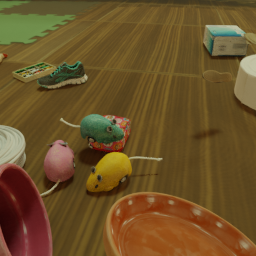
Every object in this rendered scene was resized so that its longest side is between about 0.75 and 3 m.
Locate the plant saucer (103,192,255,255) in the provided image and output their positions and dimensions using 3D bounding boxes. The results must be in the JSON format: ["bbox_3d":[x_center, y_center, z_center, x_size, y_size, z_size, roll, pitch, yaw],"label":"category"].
[{"bbox_3d":[0.872,1.823,4.025,2.581,0.417,2.581,17,16,-5],"label":"plant saucer"}]

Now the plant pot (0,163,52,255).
[{"bbox_3d":[-2.206,1.593,4.097,1.600,1.788,1.788,-19,35,-1],"label":"plant pot"}]

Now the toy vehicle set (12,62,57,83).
[{"bbox_3d":[-3.684,-2.229,11.082,0.909,0.194,1.463,24,40,32],"label":"toy vehicle set"}]

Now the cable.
[{"bbox_3d":[-3.333,0.675,6.246,2.029,0.702,2.028,2,32,2],"label":"cable"}]

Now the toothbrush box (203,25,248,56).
[{"bbox_3d":[4.632,-4.235,13.431,1.599,0.932,2.184,1,34,2],"label":"toothbrush box"}]

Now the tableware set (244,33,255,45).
[{"bbox_3d":[6.266,-3.261,11.927,2.667,0.309,2.228,2,48,-17],"label":"tableware set"}]

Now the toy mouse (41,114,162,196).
[{"bbox_3d":[-1.028,0.371,6.323,2.736,0.530,2.432,-27,55,-17],"label":"toy mouse"}]

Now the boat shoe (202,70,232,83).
[{"bbox_3d":[2.306,-1.325,7.361,0.886,0.319,0.287,-3,-5,-22],"label":"boat shoe"}]

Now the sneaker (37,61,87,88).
[{"bbox_3d":[-2.395,-1.982,10.133,1.815,0.828,0.704,-16,37,-22],"label":"sneaker"}]

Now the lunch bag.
[{"bbox_3d":[-0.529,0.107,7.283,1.040,0.484,1.181,9,34,13],"label":"lunch bag"}]

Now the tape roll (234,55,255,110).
[{"bbox_3d":[5.103,-1.468,9.157,3.007,1.052,3.007,0,34,0],"label":"tape roll"}]

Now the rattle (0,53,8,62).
[{"bbox_3d":[-5.823,-3.251,11.962,0.929,1.019,1.427,-4,35,30],"label":"rattle"}]
